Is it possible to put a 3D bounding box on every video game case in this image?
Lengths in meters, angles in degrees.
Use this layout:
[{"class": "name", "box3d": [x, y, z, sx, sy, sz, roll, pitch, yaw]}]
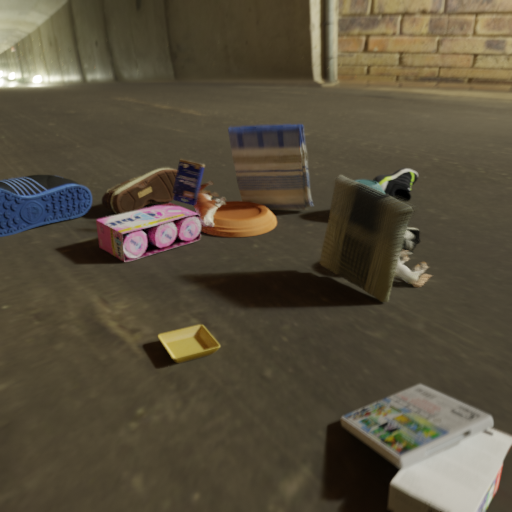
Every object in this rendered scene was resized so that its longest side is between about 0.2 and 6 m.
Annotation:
[{"class": "video game case", "box3d": [1.700, 1.814, 6.117, 1.139, 0.138, 1.250, -17, 9, -17]}]

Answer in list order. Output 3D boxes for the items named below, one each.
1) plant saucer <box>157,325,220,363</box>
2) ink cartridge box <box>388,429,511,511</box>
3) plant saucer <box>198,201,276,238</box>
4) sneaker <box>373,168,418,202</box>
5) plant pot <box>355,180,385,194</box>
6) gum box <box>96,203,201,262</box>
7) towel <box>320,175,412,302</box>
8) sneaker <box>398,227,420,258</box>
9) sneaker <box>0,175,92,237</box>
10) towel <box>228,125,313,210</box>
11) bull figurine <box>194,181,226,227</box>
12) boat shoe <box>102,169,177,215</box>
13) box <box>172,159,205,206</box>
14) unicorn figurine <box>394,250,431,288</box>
[{"class": "plant saucer", "box3d": [-0.970, 1.286, 8.030, 0.718, 0.174, 0.718, -11, 26, -25]}, {"class": "ink cartridge box", "box3d": [1.997, 2.178, 5.633, 0.768, 0.355, 1.410, 16, 26, 36]}, {"class": "plant saucer", "box3d": [-0.468, -0.911, 13.134, 1.903, 0.356, 1.903, -1, 23, 0]}, {"class": "sneaker", "box3d": [3.797, -1.722, 14.957, 2.125, 0.762, 0.880, -21, 56, -41]}, {"class": "plant pot", "box3d": [2.615, -1.362, 13.572, 1.271, 0.856, 1.271, -1, 22, 0]}, {"class": "gum box", "box3d": [-2.208, -0.546, 11.830, 1.946, 0.643, 1.104, -19, 28, -37]}, {"class": "towel", "box3d": [1.855, -0.306, 9.676, 0.307, 1.775, 1.709, -9, 29, -37]}, {"class": "sneaker", "box3d": [2.650, -0.239, 10.904, 0.807, 0.696, 1.840, 2, 21, 33]}, {"class": "sneaker", "box3d": [-5.585, -1.226, 12.977, 3.326, 1.166, 1.296, -11, 24, -43]}, {"class": "towel", "box3d": [0.379, -2.053, 13.327, 1.787, 2.433, 0.290, -1, 46, 11]}, {"class": "bull figurine", "box3d": [-1.121, -1.180, 12.688, 0.763, 0.409, 1.256, -26, 51, -11]}, {"class": "boat shoe", "box3d": [-2.918, -1.735, 14.473, 0.901, 0.899, 2.436, 10, 24, 37]}, {"class": "box", "box3d": [-1.508, -1.616, 12.347, 0.564, 0.931, 0.151, 16, 9, 14]}, {"class": "unicorn figurine", "box3d": [2.623, 0.254, 10.148, 0.970, 0.358, 0.666, 29, 67, 31]}]
